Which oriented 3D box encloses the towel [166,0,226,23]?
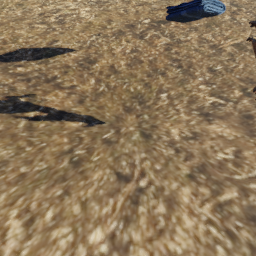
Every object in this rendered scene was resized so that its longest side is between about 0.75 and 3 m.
[{"bbox_3d":[2.219,-3.962,9.434,1.100,0.478,1.970,-2,10,-29],"label":"towel"}]

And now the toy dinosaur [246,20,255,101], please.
[{"bbox_3d":[3.211,-1.624,5.957,0.914,2.130,1.444,-11,60,8],"label":"toy dinosaur"}]
